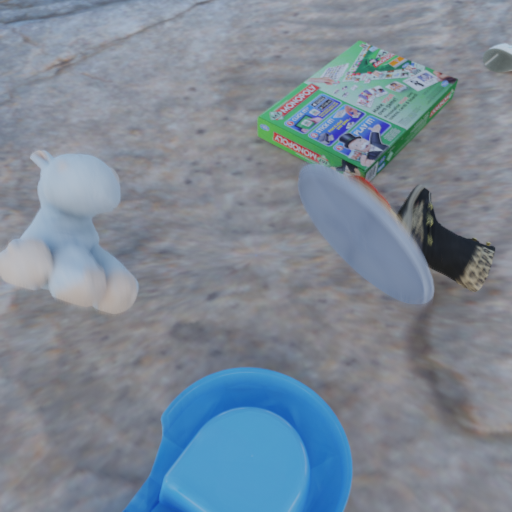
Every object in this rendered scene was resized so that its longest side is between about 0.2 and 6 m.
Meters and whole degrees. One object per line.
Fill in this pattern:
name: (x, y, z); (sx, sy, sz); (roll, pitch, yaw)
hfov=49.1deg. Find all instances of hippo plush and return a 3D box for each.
hippo plush: (-2.377, -0.377, 7.736); (1.911, 2.399, 1.929); (22, 83, -26)

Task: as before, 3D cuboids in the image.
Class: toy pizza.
toy pizza: (1.410, -0.313, 7.112); (0.362, 2.284, 2.284); (-42, 61, -9)

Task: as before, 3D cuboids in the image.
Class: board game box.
board game box: (2.086, -2.982, 11.227); (2.436, 0.527, 3.619); (32, 57, 24)

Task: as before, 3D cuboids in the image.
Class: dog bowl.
dog bowl: (-0.591, 3.083, 5.967); (2.228, 0.991, 3.998); (28, 55, 21)

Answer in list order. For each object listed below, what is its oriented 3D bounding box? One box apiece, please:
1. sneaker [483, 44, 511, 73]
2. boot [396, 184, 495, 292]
sneaker: (5.978, -4.228, 12.180); (1.880, 0.661, 0.753); (32, 55, 24)
boot: (2.887, -0.304, 8.735); (1.487, 0.723, 1.975); (28, 34, 7)
